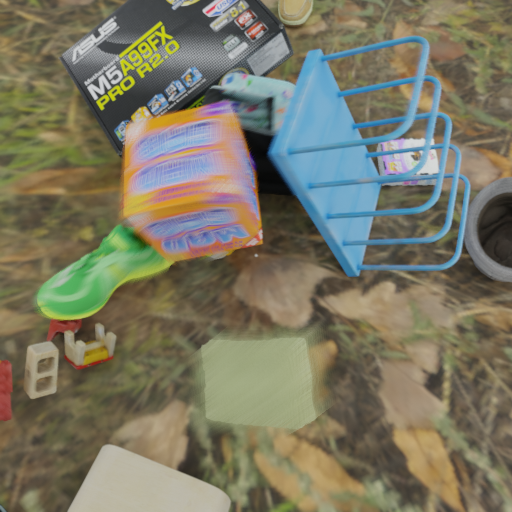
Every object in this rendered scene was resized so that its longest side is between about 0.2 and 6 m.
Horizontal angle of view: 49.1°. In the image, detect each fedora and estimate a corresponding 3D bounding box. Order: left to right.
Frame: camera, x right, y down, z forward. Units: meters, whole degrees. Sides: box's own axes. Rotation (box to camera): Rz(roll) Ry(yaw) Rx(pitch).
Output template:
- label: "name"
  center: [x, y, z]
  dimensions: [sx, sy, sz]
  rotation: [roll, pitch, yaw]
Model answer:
- label: "fedora"
  center: [4.132, -0.292, 9.100]
  dimensions: [1.597, 0.815, 1.806]
  rotation: [18, 68, 12]

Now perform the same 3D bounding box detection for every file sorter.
- label: "file sorter"
  center: [1.861, -1.343, 8.185]
  dimensions: [1.807, 2.945, 2.044]
  rotation: [-2, 55, 33]

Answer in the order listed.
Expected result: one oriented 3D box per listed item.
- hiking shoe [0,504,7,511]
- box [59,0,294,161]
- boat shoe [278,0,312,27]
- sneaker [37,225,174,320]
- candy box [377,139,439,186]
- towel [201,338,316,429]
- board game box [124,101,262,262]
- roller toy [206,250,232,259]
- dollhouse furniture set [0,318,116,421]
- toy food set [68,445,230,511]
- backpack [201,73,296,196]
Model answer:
- label: "hiking shoe"
  center: [-3.276, 4.194, 6.258]
  dimensions: [1.139, 1.327, 3.062]
  rotation: [-13, 61, -7]
- label: "box"
  center: [-1.557, -3.705, 10.343]
  dimensions: [3.593, 0.795, 2.879]
  rotation: [-36, 66, 5]
- label: "boat shoe"
  center: [0.927, -5.968, 12.331]
  dimensions: [0.751, 0.798, 2.096]
  rotation: [8, 61, 5]
- label: "sneaker"
  center: [-2.251, 0.051, 8.567]
  dimensions: [0.914, 1.032, 2.469]
  rotation: [39, 54, 24]
- label: "candy box"
  center: [2.751, -1.705, 10.169]
  dimensions: [0.993, 0.355, 0.833]
  rotation: [0, 60, 1]
- label: "towel"
  center: [-0.003, 1.688, 7.492]
  dimensions: [1.591, 0.290, 1.180]
  rotation: [-6, 85, 24]
- label: "board game box"
  center: [-0.829, -0.963, 7.693]
  dimensions: [1.444, 1.445, 1.444]
  rotation: [-11, 62, 10]
- label: "roller toy"
  center: [-0.645, -0.183, 9.325]
  dimensions: [0.457, 0.320, 0.417]
  rotation: [-12, 65, 0]
- label: "dollhouse furniture set"
  center: [-3.298, 1.501, 7.903]
  dimensions: [1.213, 0.917, 2.255]
  rotation: [28, 25, 37]
- label: "toy food set"
  center: [-1.471, 3.457, 7.196]
  dimensions: [1.979, 0.598, 1.420]
  rotation: [18, 50, 9]
- label: "backpack"
  center: [0.177, -1.912, 9.393]
  dimensions: [2.202, 1.955, 1.658]
  rotation: [11, 65, 0]
